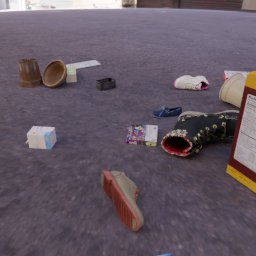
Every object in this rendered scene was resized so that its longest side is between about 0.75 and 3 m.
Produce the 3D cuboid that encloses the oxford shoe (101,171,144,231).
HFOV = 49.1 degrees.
[{"bbox_3d":[-0.007,1.611,6.775,0.745,0.702,1.993,-7,31,-24],"label":"oxford shoe"}]

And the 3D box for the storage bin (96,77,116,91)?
[{"bbox_3d":[-1.087,-2.162,13.797,0.869,0.407,0.587,-19,35,-29],"label":"storage bin"}]

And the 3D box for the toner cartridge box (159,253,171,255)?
[{"bbox_3d":[0.501,2.685,5.361,0.799,0.173,0.380,-7,30,-13],"label":"toner cartridge box"}]

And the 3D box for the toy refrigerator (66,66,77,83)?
[{"bbox_3d":[-3.053,-2.916,15.054,0.529,0.487,1.393,-5,30,-9],"label":"toy refrigerator"}]

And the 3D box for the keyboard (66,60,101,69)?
[{"bbox_3d":[-3.085,-3.723,16.846,2.883,0.154,0.811,-18,34,-28],"label":"keyboard"}]

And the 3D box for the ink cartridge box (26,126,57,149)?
[{"bbox_3d":[-2.882,0.312,9.225,0.861,0.539,0.554,3,29,5],"label":"ink cartridge box"}]

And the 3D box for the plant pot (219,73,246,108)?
[{"bbox_3d":[4.780,-1.385,11.662,1.399,1.399,1.281,-17,45,-28],"label":"plant pot"}]

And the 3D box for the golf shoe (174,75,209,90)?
[{"bbox_3d":[3.118,-2.157,13.582,1.720,0.648,0.787,-7,33,-10],"label":"golf shoe"}]

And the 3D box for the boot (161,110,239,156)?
[{"bbox_3d":[2.573,0.216,8.835,2.723,0.983,2.057,5,27,31],"label":"boot"}]

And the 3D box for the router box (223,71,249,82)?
[{"bbox_3d":[5.766,-2.658,14.759,1.309,0.320,1.175,7,30,12],"label":"router box"}]

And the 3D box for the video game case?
[{"bbox_3d":[0.510,0.232,9.716,1.022,0.202,1.127,3,29,6],"label":"video game case"}]

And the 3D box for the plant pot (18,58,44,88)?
[{"bbox_3d":[-4.962,-2.792,14.101,1.225,1.213,1.225,-1,30,0],"label":"plant pot"}]

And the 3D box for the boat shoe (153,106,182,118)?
[{"bbox_3d":[1.552,-0.687,11.147,1.192,0.409,0.502,-8,30,-13],"label":"boat shoe"}]

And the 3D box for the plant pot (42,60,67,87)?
[{"bbox_3d":[-3.552,-2.642,14.097,1.418,1.418,0.654,19,-7,30],"label":"plant pot"}]

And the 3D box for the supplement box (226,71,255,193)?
[{"bbox_3d":[4.541,0.032,7.208,2.938,2.979,1.978,-16,33,-26],"label":"supplement box"}]
